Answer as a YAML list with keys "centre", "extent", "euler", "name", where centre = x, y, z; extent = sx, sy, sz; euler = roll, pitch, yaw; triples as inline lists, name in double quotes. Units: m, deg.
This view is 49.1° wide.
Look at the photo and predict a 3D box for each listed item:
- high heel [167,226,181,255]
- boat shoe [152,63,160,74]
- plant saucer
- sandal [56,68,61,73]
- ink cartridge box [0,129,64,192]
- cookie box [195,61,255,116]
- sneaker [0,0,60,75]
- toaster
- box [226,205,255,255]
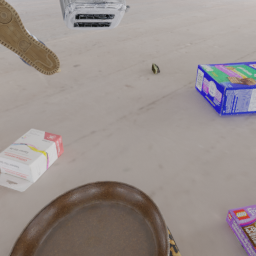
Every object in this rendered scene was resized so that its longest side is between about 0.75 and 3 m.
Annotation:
- centre: [1.066, 2.000, 4.226]
  extent: [2.314, 0.826, 1.649]
  euler: [4, 38, 22]
  name: "high heel"
- centre: [1.190, -2.517, 11.904]
  extent: [0.268, 0.292, 0.817]
  euler: [5, 33, -9]
  name: "boat shoe"
- centre: [-0.622, 1.937, 4.242]
  extent: [2.598, 0.417, 2.598]
  euler: [-13, 38, 10]
  name: "plant saucer"
- centre: [-3.412, -2.881, 12.240]
  extent: [0.555, 0.498, 1.513]
  euler: [-18, 37, -26]
  name: "sandal"
- centre: [-2.351, 0.697, 6.598]
  extent: [0.928, 0.538, 1.593]
  euler: [11, 34, 17]
  name: "ink cartridge box"
- centre: [3.971, -1.429, 9.479]
  extent: [2.661, 1.000, 2.276]
  euler: [-4, 31, -8]
  name: "cookie box"
- centre: [-2.913, -2.398, 7.350]
  extent: [0.852, 2.432, 1.319]
  euler: [-47, 32, -3]
  name: "sneaker"
- centre: [-1.227, -4.180, 8.960]
  extent: [2.577, 1.664, 1.464]
  euler: [-7, -10, -20]
  name: "toaster"
- centre: [2.825, 1.850, 4.965]
  extent: [1.727, 0.338, 1.182]
  euler: [-7, 33, -11]
  name: "box"
